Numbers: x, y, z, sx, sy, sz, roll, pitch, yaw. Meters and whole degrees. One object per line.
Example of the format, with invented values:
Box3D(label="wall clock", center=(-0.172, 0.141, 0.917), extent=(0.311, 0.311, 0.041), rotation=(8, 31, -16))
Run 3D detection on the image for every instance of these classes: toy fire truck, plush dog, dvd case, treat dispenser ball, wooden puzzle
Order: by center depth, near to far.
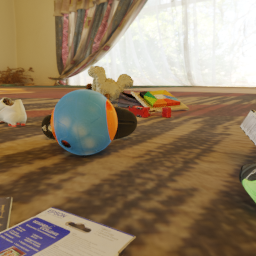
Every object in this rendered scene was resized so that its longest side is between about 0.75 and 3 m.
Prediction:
Box3D(label="dvd case", center=(-1.548, 0.933, 2.744), extent=(0.718, 0.077, 0.965), rotation=(-3, 11, -19))
Box3D(label="treat dispenser ball", center=(-0.814, -0.105, 5.272), extent=(1.236, 1.236, 1.236), rotation=(0, 10, 0))
Box3D(label="toy fire truck", center=(0.789, -0.618, 10.377), extent=(1.036, 0.358, 1.469), rotation=(-5, 11, -29))
Box3D(label="wooden puzzle", center=(1.387, -1.259, 12.260), extent=(2.065, 0.385, 1.910), rotation=(-3, 30, -24))
Box3D(label="plush dog", center=(-1.160, -2.007, 15.244), extent=(2.531, 2.031, 2.174), rotation=(13, -10, -12))

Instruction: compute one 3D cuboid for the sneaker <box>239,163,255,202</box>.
Box3D(label="sneaker", center=(2.192, 0.485, 3.293), extent=(1.938, 0.744, 0.812), rotation=(-2, 18, -18))

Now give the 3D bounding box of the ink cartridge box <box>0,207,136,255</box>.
Box3D(label="ink cartridge box", center=(-0.626, 0.986, 2.081), extent=(1.008, 0.240, 1.020), rotation=(6, 10, 35))

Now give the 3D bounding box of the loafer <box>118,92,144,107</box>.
Box3D(label="loafer", center=(0.490, -1.290, 13.021), extent=(2.269, 0.715, 0.816), rotation=(6, 12, 31))

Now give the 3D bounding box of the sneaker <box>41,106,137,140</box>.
Box3D(label="sneaker", center=(-0.886, -0.231, 6.954), extent=(2.207, 0.833, 1.270), rotation=(-2, 12, 1))

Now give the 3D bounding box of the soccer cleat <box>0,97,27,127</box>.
Box3D(label="soccer cleat", center=(-3.906, -0.546, 8.685), extent=(2.142, 0.831, 0.742), rotation=(6, 12, 32))

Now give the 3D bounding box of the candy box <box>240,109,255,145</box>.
Box3D(label="candy box", center=(2.377, 0.213, 4.372), extent=(0.915, 0.409, 1.342), rotation=(30, 18, 1))
